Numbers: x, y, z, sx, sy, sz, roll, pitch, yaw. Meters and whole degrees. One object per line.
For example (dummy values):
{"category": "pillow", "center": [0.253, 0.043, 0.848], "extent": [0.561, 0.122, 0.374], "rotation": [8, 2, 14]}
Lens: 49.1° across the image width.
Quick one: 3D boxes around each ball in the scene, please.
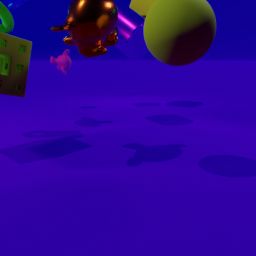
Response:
{"category": "ball", "center": [0.858, -1.646, 4.702], "extent": [1.189, 1.189, 1.189], "rotation": [0, 15, 0]}

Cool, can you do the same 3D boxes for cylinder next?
{"category": "cylinder", "center": [0.045, -2.916, 8.557], "extent": [1.192, 1.192, 1.192], "rotation": [-15, 51, -44]}

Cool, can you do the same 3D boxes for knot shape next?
{"category": "knot shape", "center": [-3.638, -2.926, 6.615], "extent": [1.653, 1.547, 0.764], "rotation": [-9, 23, 3]}

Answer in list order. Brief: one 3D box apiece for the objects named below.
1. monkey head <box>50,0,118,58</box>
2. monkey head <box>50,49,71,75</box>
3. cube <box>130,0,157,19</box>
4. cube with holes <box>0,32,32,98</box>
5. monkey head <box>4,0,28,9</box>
{"category": "monkey head", "center": [-0.835, -2.053, 5.455], "extent": [1.313, 1.100, 1.825], "rotation": [16, 53, 32]}
{"category": "monkey head", "center": [-2.630, -2.611, 11.063], "extent": [0.629, 1.045, 0.752], "rotation": [2, -6, 33]}
{"category": "cube", "center": [0.785, -4.536, 11.206], "extent": [1.151, 1.151, 1.151], "rotation": [7, -19, 28]}
{"category": "cube with holes", "center": [-2.967, -1.372, 5.980], "extent": [1.202, 1.202, 1.202], "rotation": [12, 4, 43]}
{"category": "monkey head", "center": [-3.089, -3.921, 7.696], "extent": [1.171, 0.981, 1.628], "rotation": [-23, 1, -12]}
